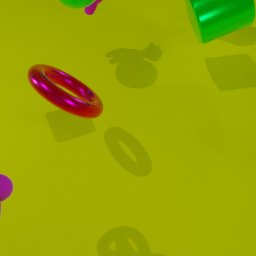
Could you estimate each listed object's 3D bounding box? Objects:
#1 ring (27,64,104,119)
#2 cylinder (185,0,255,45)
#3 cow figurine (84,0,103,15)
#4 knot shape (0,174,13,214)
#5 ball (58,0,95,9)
[{"bbox_3d":[-1.211,-0.741,5.590,1.639,1.639,0.328,41,107,20],"label":"ring"},{"bbox_3d":[2.296,-3.006,7.106,1.337,1.337,1.337,-20,61,11],"label":"cylinder"},{"bbox_3d":[-0.879,-3.727,7.337,1.465,1.441,0.804,25,20,-13],"label":"cow figurine"},{"bbox_3d":[-1.861,0.677,3.054,1.624,1.519,0.750,19,52,33],"label":"knot shape"},{"bbox_3d":[-1.203,-3.393,6.435,1.204,1.204,1.204,0,61,0],"label":"ball"}]
